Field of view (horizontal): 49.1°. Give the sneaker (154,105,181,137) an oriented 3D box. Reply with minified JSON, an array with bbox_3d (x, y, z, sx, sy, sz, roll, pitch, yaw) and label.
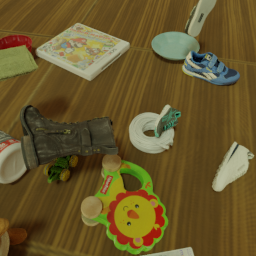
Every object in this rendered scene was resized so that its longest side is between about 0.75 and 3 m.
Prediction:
[{"bbox_3d":[1.206,-0.199,8.417,0.580,0.493,1.272,18,54,21],"label":"sneaker"}]

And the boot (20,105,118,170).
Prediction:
[{"bbox_3d":[-1.477,0.078,7.033,2.204,0.877,2.532,-12,37,-14],"label":"boot"}]

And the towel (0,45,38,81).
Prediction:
[{"bbox_3d":[-2.983,-1.605,7.023,1.239,0.226,0.919,-23,67,-23],"label":"towel"}]

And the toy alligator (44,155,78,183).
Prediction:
[{"bbox_3d":[-1.764,0.906,8.096,0.652,0.472,1.966,15,45,13],"label":"toy alligator"}]

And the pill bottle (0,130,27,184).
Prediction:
[{"bbox_3d":[-3.829,0.592,7.798,2.047,1.186,1.186,24,54,22],"label":"pill bottle"}]

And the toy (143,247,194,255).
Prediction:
[{"bbox_3d":[0.680,3.243,6.077,1.898,0.448,1.093,-8,50,-7],"label":"toy"}]

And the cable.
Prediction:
[{"bbox_3d":[0.731,0.139,8.709,1.393,0.482,1.393,9,49,7],"label":"cable"}]

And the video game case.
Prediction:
[{"bbox_3d":[-1.873,-3.320,11.760,2.952,0.338,2.687,27,54,22],"label":"video game case"}]

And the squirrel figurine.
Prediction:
[{"bbox_3d":[-3.289,3.208,5.313,2.641,1.869,2.465,-1,64,-15],"label":"squirrel figurine"}]

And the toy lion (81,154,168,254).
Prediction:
[{"bbox_3d":[0.024,1.922,7.128,2.104,0.754,2.195,18,51,6],"label":"toy lion"}]

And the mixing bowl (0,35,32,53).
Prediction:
[{"bbox_3d":[-4.494,-3.077,11.254,1.402,0.759,1.402,1,47,-1],"label":"mixing bowl"}]

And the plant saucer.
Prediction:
[{"bbox_3d":[1.970,-3.353,11.765,1.986,0.382,1.986,0,49,0],"label":"plant saucer"}]

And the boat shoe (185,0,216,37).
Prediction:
[{"bbox_3d":[2.516,-4.126,9.939,0.604,1.709,0.544,14,22,-33],"label":"boat shoe"}]

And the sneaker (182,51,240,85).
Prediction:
[{"bbox_3d":[3.132,-2.270,10.507,2.170,0.892,0.802,18,50,13],"label":"sneaker"}]

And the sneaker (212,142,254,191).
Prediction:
[{"bbox_3d":[2.933,1.128,7.795,0.706,0.670,1.754,34,58,14],"label":"sneaker"}]
